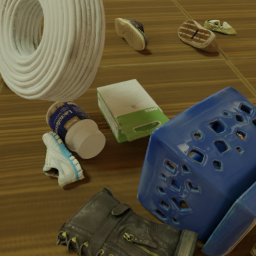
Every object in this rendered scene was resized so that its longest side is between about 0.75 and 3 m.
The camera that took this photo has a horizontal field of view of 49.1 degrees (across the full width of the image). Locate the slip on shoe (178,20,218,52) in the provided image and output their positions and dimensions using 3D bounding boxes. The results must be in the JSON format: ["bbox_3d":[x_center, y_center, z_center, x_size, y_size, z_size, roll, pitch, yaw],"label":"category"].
[{"bbox_3d":[3.043,-3.975,12.161,0.775,0.972,2.557,29,14,-33],"label":"slip on shoe"}]

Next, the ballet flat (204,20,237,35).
[{"bbox_3d":[4.373,-4.801,13.255,1.570,0.555,0.555,22,45,23],"label":"ballet flat"}]

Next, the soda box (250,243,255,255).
[{"bbox_3d":[2.885,2.724,4.356,0.697,0.738,2.178,-9,42,-11],"label":"soda box"}]

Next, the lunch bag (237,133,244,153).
[{"bbox_3d":[3.892,0.587,6.745,2.087,0.971,2.369,0,41,-7],"label":"lunch bag"}]

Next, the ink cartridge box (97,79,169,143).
[{"bbox_3d":[0.127,-0.357,7.919,1.300,0.743,2.505,-15,43,-17],"label":"ink cartridge box"}]

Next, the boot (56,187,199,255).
[{"bbox_3d":[-0.242,2.335,4.790,2.379,0.946,2.733,16,35,21],"label":"boot"}]

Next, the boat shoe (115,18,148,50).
[{"bbox_3d":[0.272,-4.233,12.252,0.907,1.007,2.799,-20,38,-14],"label":"boat shoe"}]

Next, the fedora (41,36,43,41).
[{"bbox_3d":[-3.712,-2.437,10.080,2.645,1.079,2.645,1,39,-1],"label":"fedora"}]

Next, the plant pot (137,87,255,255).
[{"bbox_3d":[1.750,0.918,5.401,2.282,2.282,2.052,-30,56,-30],"label":"plant pot"}]

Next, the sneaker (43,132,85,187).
[{"bbox_3d":[-1.785,0.734,6.783,0.749,0.648,1.729,-30,48,-23],"label":"sneaker"}]

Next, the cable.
[{"bbox_3d":[-1.722,-2.024,5.708,1.037,2.994,2.995,-8,48,-50],"label":"cable"}]

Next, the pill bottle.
[{"bbox_3d":[-1.364,0.020,7.332,0.957,0.957,1.654,-27,48,-28],"label":"pill bottle"}]
